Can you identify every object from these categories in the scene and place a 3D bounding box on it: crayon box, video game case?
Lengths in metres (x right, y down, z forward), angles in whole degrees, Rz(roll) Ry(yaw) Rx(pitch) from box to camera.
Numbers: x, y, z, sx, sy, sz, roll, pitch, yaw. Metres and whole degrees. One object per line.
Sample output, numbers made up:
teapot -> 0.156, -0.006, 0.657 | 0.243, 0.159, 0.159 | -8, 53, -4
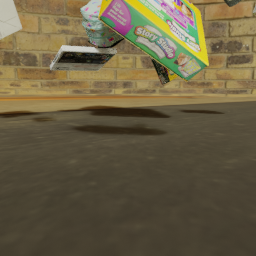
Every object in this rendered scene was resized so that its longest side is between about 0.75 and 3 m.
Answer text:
crayon box -> 0.774, -3.040, 7.552 | 2.997, 2.585, 0.873 | 28, -42, -27
crayon box -> 1.094, -1.968, 8.424 | 0.328, 1.126, 0.971 | -19, 11, 33
video game case -> -1.630, -2.440, 9.986 | 1.928, 0.225, 1.752 | -5, -8, -29

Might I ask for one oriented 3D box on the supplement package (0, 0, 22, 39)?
supplement package -> -3.659, -2.823, 6.684 | 1.462, 1.075, 1.398 | 38, 61, 24

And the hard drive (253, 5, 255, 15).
hard drive -> 4.076, -3.007, 7.508 | 1.584, 1.045, 0.208 | 32, -16, -21

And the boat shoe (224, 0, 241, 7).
boat shoe -> 0.423, -1.938, 2.557 | 2.345, 0.854, 0.725 | 22, -41, -22

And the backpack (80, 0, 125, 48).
backpack -> -0.539, -3.734, 9.421 | 1.900, 1.441, 2.277 | 21, 57, 37
